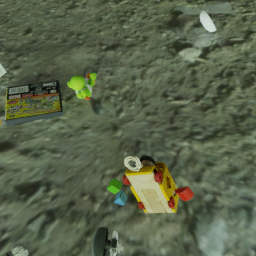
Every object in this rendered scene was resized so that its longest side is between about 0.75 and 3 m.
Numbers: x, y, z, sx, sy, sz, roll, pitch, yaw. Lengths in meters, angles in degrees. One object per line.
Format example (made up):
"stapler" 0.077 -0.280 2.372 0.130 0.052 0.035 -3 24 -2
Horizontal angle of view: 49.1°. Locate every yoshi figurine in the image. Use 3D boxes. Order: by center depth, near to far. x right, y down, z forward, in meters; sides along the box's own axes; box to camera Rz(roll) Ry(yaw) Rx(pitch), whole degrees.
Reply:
"yoshi figurine" -1.280 -1.274 7.826 0.743 0.745 1.326 22 22 -12

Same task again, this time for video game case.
"video game case" -2.692 -0.764 8.029 1.535 0.196 1.387 -10 50 -9

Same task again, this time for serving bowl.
"serving bowl" 2.866 -3.847 10.210 0.283 0.862 0.862 -32 48 20

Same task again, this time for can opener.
"can opener" -0.416 2.662 4.979 0.564 0.446 1.696 -2 51 9

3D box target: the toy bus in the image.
"toy bus" 0.478 1.026 5.628 1.442 1.528 0.790 26 43 -2

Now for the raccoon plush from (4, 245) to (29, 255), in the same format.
"raccoon plush" -2.221 2.966 4.224 2.035 0.985 1.363 -38 69 -15

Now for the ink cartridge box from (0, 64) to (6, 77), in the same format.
"ink cartridge box" -4.192 -1.604 8.000 0.448 0.772 1.070 16 56 34
